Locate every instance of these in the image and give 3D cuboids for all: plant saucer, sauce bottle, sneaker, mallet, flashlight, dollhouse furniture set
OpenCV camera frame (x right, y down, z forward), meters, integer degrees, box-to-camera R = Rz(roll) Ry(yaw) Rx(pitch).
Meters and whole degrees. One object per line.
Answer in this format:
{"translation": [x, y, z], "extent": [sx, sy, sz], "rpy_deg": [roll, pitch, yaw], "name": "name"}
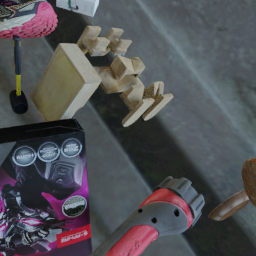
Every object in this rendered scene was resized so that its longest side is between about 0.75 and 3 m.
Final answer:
{"translation": [2.207, 1.670, 5.941], "extent": [1.078, 1.078, 0.197], "rpy_deg": [-31, 58, -5], "name": "plant saucer"}
{"translation": [2.874, 0.616, 3.954], "extent": [2.332, 0.770, 0.770], "rpy_deg": [-7, 79, 0], "name": "sauce bottle"}
{"translation": [-2.477, -2.219, 5.279], "extent": [2.738, 1.104, 1.022], "rpy_deg": [14, 113, 32], "name": "sneaker"}
{"translation": [-2.032, -0.988, 5.143], "extent": [0.309, 1.503, 0.495], "rpy_deg": [-8, 38, -27], "name": "mallet"}
{"translation": [0.167, 1.935, 4.584], "extent": [2.906, 0.984, 0.988], "rpy_deg": [-34, 84, -40], "name": "flashlight"}
{"translation": [-0.622, -0.875, 5.875], "extent": [1.459, 2.242, 2.059], "rpy_deg": [-45, 73, 37], "name": "dollhouse furniture set"}

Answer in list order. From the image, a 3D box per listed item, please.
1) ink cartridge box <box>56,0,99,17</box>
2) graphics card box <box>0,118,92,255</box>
{"translation": [-1.241, -3.233, 6.987], "extent": [0.953, 0.402, 0.696], "rpy_deg": [14, 49, -5], "name": "ink cartridge box"}
{"translation": [-1.669, 1.408, 5.118], "extent": [1.878, 0.761, 2.994], "rpy_deg": [-8, 113, -21], "name": "graphics card box"}
